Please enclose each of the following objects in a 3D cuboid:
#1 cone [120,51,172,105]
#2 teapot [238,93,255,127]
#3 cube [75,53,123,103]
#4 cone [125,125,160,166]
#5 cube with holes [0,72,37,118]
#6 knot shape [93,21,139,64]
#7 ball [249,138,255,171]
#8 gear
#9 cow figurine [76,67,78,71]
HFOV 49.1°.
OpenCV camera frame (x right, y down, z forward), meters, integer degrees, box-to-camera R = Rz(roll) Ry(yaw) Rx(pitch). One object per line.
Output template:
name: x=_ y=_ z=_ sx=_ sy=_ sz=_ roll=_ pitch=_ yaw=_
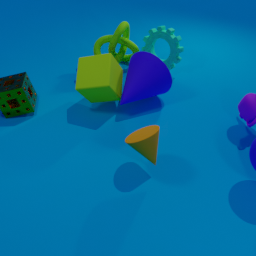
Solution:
cone: x=0.238 y=-1.184 z=8.363 sx=1.570 sy=1.570 sz=1.576 roll=26 pitch=58 yaw=27
teapot: x=3.345 y=-0.503 z=7.593 sx=0.869 sy=0.684 sz=1.398 roll=41 pitch=42 yaw=-15
cube: x=-0.815 y=-1.437 z=8.269 sx=1.039 sy=1.039 sz=1.039 roll=-3 pitch=72 yaw=19
cone: x=0.480 y=0.502 z=6.432 sx=0.846 sy=0.849 sz=0.846 roll=-22 pitch=15 yaw=6
cube with holes: x=-3.326 y=-0.979 z=8.313 sx=0.880 sy=0.880 sz=0.880 roll=-13 pitch=42 yaw=1
knot shape: x=-0.467 y=-2.874 z=10.116 sx=1.604 sy=1.714 sz=0.792 roll=-28 pitch=51 yaw=-8
ball: x=3.091 y=0.561 z=5.795 sx=1.069 sy=1.069 sz=1.069 roll=0 pitch=41 yaw=0
gear: x=1.205 y=-2.787 z=9.919 sx=1.529 sy=1.529 sz=0.283 roll=26 pitch=37 yaw=26
cow figurine: x=-1.024 y=-2.068 z=9.668 sx=1.214 sy=0.677 sz=1.234 roll=11 pitch=40 yaw=45
